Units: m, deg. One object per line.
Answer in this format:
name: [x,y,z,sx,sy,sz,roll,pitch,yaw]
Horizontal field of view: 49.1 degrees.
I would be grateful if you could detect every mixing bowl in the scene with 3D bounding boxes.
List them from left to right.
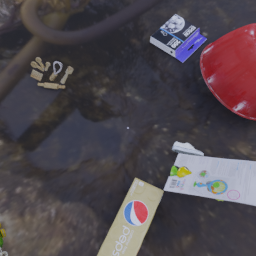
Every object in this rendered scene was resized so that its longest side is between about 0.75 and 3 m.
mixing bowl: [3.412,-1.681,7.260,2.665,1.443,2.665,11,60,-19]

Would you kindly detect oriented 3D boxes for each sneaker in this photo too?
sneaker: [1.559,0.531,7.208,0.804,0.293,0.284,16,67,4]

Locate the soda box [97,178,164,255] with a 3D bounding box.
soda box: [0.011,2.266,6.132,0.737,0.696,2.175,24,65,11]

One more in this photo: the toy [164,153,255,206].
toy: [1.894,1.155,5.976,1.993,0.471,1.148,7,42,27]

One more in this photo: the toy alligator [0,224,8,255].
toy alligator: [-2.822,2.311,5.999,0.379,0.275,1.145,-18,35,-39]

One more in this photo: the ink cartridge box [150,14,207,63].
ink cartridge box: [1.636,-2.894,8.968,1.350,0.293,1.337,38,70,17]

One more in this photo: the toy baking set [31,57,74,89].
toy baking set: [-2.155,-1.481,7.856,1.327,1.018,0.154,10,51,6]
